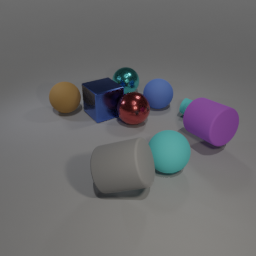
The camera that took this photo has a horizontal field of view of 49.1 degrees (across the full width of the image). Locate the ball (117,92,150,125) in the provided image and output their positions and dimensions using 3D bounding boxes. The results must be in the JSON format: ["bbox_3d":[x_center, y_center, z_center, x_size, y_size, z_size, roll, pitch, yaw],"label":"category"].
[{"bbox_3d":[0.233,-0.828,11.800,1.400,1.400,1.400,0,32,0],"label":"ball"}]

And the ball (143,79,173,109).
[{"bbox_3d":[1.409,-1.601,13.084,1.400,1.400,1.400,0,32,0],"label":"ball"}]

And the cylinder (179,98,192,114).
[{"bbox_3d":[2.724,-0.869,12.310,0.700,0.700,0.700,28,41,27],"label":"cylinder"}]

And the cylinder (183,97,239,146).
[{"bbox_3d":[2.942,-0.246,10.010,1.400,1.400,1.400,-17,28,-25],"label":"cylinder"}]

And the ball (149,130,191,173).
[{"bbox_3d":[1.317,0.766,9.089,1.400,1.400,1.400,0,32,0],"label":"ball"}]

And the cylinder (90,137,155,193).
[{"bbox_3d":[-0.123,1.071,7.945,1.400,1.400,1.400,-13,27,22],"label":"cylinder"}]

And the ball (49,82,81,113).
[{"bbox_3d":[-2.829,-1.377,12.599,1.400,1.400,1.400,0,32,0],"label":"ball"}]

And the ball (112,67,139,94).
[{"bbox_3d":[-0.113,-2.413,14.382,1.400,1.400,1.400,0,32,0],"label":"ball"}]

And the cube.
[{"bbox_3d":[-1.111,-1.278,12.544,1.400,1.400,1.400,-19,36,-27],"label":"cube"}]
